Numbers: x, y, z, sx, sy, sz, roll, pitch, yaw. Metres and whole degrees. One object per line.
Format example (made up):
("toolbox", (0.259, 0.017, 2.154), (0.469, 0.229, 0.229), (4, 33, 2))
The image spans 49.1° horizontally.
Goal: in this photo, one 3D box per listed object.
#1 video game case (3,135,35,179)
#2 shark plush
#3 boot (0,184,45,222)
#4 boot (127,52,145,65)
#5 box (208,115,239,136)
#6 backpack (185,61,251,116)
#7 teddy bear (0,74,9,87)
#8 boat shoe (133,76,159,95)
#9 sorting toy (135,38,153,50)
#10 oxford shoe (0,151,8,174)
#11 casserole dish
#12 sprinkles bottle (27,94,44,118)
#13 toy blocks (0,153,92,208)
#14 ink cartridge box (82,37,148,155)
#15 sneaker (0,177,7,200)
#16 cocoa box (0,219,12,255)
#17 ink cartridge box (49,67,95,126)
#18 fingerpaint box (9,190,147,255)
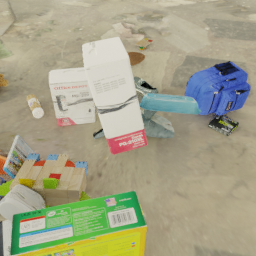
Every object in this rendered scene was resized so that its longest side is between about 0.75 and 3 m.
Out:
("video game case", (-3.195, 0.988, 8.364), (0.119, 0.956, 1.336), (-17, 40, 13))
("shark plush", (0.186, -0.014, 9.572), (2.711, 1.232, 1.129), (-6, 73, -14))
("boot", (-2.148, 2.129, 6.872), (1.907, 0.701, 0.911), (44, 20, -12))
("boot", (-0.319, -3.564, 13.755), (1.917, 0.673, 1.401), (-12, 33, -26))
("box", (3.461, -0.122, 10.163), (0.823, 0.196, 0.795), (32, 47, 32))
("backpack", (3.308, -1.399, 10.469), (2.075, 1.686, 1.741), (-15, 43, -18))
("teddy bear", (-5.797, -1.843, 11.916), (1.309, 0.603, 1.806), (-16, 36, -28))
("boat shoe", (0.715, -1.788, 11.754), (0.670, 0.568, 1.840), (-20, 45, -21))
("sorting toy", (0.816, -4.489, 15.066), (0.615, 0.216, 1.276), (23, 47, 24))
("oxford shoe", (-4.334, 0.702, 8.755), (2.486, 0.886, 0.906), (17, 40, 18))
("casserole dish", (1.354, -0.820, 9.103), (2.097, 0.407, 1.270), (6, 16, 0))
("sprinkles bottle", (-3.599, -0.852, 10.833), (0.399, 0.399, 1.170), (-19, 45, -20))
("toy blocks", (-2.093, 1.380, 7.938), (2.400, 1.199, 1.641), (2, 30, 3))
("ink cartridge box", (-0.366, -0.932, 7.815), (1.117, 2.650, 1.918), (-15, 34, -1))
("sneaker", (-4.658, 1.728, 7.415), (2.735, 1.073, 1.030), (-9, 43, -10))
("cocoa box", (-2.898, 2.854, 6.341), (0.795, 0.808, 1.212), (-14, 43, -15))
("ink cartridge box", (-1.928, -1.076, 9.915), (1.411, 1.938, 0.822), (-7, 42, -8))
("fingerpaint box", (-0.928, 2.444, 5.881), (2.446, 2.040, 0.897), (-9, 42, -10))
